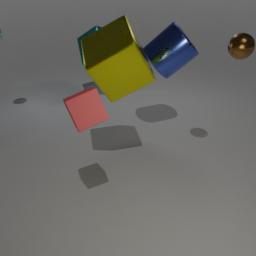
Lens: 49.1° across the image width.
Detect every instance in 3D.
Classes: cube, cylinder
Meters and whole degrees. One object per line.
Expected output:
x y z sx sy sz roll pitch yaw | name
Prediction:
-1.345 -3.772 13.299 1.400 1.400 1.400 -17 -8 39 | cube
-0.913 -0.414 6.002 0.700 0.700 0.700 -26 16 -10 | cube
1.487 -2.682 9.739 1.400 1.400 1.400 -37 21 21 | cylinder
-0.273 -1.842 7.585 1.400 1.400 1.400 -25 48 13 | cube

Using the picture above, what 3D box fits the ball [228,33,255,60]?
3.068 -2.212 7.589 0.700 0.700 0.700 0 30 0 | ball

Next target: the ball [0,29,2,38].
-5.107 -3.586 10.467 0.700 0.700 0.700 0 30 0 | ball
